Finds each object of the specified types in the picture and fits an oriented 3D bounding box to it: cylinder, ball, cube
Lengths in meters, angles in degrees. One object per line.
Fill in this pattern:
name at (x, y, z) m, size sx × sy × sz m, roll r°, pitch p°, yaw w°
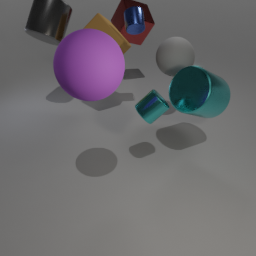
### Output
cylinder at (-2.930, -3.979, 10.366) m, size 1.400 × 1.400 × 1.400 m, roll 18°, pitch 1°, yaw 0°
ball at (-0.765, -1.235, 5.570) m, size 1.400 × 1.400 × 1.400 m, roll 0°, pitch 31°, yaw 0°
cylinder at (0.667, -0.588, 7.740) m, size 0.700 × 0.700 × 0.700 m, roll -41°, pitch 27°, yaw 17°
ball at (1.711, -2.575, 10.162) m, size 1.400 × 1.400 × 1.400 m, roll 0°, pitch 31°, yaw 0°
cube at (-0.944, -3.194, 10.601) m, size 1.400 × 1.400 × 1.400 m, roll 48°, pitch 15°, yaw 1°
cylinder at (0.230, -3.815, 9.975) m, size 0.700 × 0.700 × 0.700 m, roll -6°, pitch -12°, yaw -1°
cylinder at (2.194, -1.059, 8.572) m, size 1.400 × 1.400 × 1.400 m, roll 30°, pitch 15°, yaw 39°
cube at (0.195, -5.038, 13.329) m, size 1.400 × 1.400 × 1.400 m, roll 2°, pitch 58°, yaw -30°
